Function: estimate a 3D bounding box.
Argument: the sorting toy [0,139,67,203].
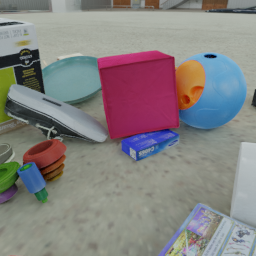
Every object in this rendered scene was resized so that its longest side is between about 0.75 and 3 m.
[{"bbox_3d":[-1.966,1.006,5.520,1.965,0.807,1.181,-32,24,-28],"label":"sorting toy"}]

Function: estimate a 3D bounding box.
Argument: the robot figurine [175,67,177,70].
[{"bbox_3d":[1.567,-1.776,10.680,2.612,0.760,1.894,-11,34,-22],"label":"robot figurine"}]

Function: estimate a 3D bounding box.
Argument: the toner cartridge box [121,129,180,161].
[{"bbox_3d":[0.576,0.365,7.077,1.381,0.298,0.656,-18,32,-31],"label":"toner cartridge box"}]

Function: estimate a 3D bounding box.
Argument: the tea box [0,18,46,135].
[{"bbox_3d":[-4.033,-1.330,7.619,1.907,2.808,2.855,21,34,36],"label":"tea box"}]

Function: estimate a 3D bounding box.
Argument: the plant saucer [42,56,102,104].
[{"bbox_3d":[-2.068,-1.765,10.367,2.871,0.393,2.871,-5,45,5],"label":"plant saucer"}]

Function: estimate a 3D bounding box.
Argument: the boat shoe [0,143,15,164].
[{"bbox_3d":[-3.405,0.734,6.042,0.696,0.582,1.949,22,34,36],"label":"boat shoe"}]

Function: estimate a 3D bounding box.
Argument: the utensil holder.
[{"bbox_3d":[2.651,1.051,4.478,1.775,1.509,1.509,8,28,20],"label":"utensil holder"}]

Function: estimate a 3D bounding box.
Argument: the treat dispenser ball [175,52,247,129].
[{"bbox_3d":[2.191,-1.033,7.877,2.111,2.111,2.111,0,27,0],"label":"treat dispenser ball"}]

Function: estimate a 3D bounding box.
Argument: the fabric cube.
[{"bbox_3d":[0.217,-1.006,7.685,1.869,1.905,1.899,-9,21,-5],"label":"fabric cube"}]

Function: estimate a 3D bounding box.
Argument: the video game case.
[{"bbox_3d":[1.349,2.121,3.052,2.348,0.589,2.590,20,27,30],"label":"video game case"}]

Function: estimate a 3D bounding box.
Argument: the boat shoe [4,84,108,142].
[{"bbox_3d":[-1.903,-0.133,7.319,2.762,0.943,1.020,23,18,-8],"label":"boat shoe"}]

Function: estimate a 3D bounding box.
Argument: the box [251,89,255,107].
[{"bbox_3d":[5.147,-0.918,9.210,1.152,0.644,1.632,-19,33,-38],"label":"box"}]

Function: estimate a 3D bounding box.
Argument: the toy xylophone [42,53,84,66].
[{"bbox_3d":[-2.574,-2.659,12.458,2.191,0.752,2.993,-13,30,-15],"label":"toy xylophone"}]
